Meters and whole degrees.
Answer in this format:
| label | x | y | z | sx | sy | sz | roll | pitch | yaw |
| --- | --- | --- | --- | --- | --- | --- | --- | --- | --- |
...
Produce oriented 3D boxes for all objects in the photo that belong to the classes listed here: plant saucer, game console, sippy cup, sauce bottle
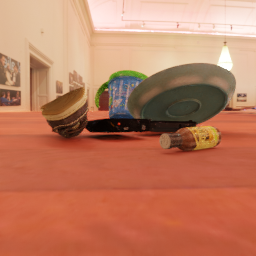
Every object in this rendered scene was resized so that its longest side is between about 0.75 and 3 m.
| label | x | y | z | sx | sy | sz | roll | pitch | yaw |
| --- | --- | --- | --- | --- | --- | --- | --- | --- | --- |
| plant saucer | 1.335 | -0.592 | 6.946 | 2.705 | 0.371 | 2.705 | -5 | -27 | -3 |
| game console | 0.351 | -0.043 | 6.334 | 2.546 | 0.307 | 1.502 | 1 | -2 | -29 |
| sippy cup | -0.002 | -0.872 | 9.121 | 1.550 | 1.447 | 1.975 | 26 | -28 | -37 |
| sauce bottle | 0.939 | 0.164 | 4.152 | 1.092 | 0.353 | 0.353 | -5 | 6 | -37 |

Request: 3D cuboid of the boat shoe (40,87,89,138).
| label | x | y | z | sx | sy | sz | roll | pitch | yaw |
| --- | --- | --- | --- | --- | --- | --- | --- | --- | --- |
| boat shoe | -1.156 | -0.231 | 5.521 | 0.899 | 0.827 | 2.515 | -35 | 16 | -16 |
